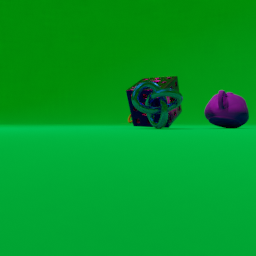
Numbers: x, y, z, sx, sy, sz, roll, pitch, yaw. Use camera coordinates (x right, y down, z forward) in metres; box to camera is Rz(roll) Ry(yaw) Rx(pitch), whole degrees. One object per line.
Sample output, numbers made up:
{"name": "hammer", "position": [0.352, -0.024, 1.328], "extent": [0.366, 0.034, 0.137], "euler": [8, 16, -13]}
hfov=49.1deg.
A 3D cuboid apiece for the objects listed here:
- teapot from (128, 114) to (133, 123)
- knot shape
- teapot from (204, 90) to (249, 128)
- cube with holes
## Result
{"name": "teapot", "position": [0.595, -0.610, 9.308], "extent": [1.451, 0.710, 0.902], "euler": [-32, -43, 15]}
{"name": "knot shape", "position": [0.701, -0.568, 6.177], "extent": [1.032, 1.102, 0.509], "euler": [-20, 17, 32]}
{"name": "teapot", "position": [2.730, -0.513, 7.667], "extent": [1.152, 0.907, 1.853], "euler": [7, -16, 33]}
{"name": "cube with holes", "position": [0.703, -0.686, 7.250], "extent": [1.000, 1.000, 1.000], "euler": [3, 28, 31]}
